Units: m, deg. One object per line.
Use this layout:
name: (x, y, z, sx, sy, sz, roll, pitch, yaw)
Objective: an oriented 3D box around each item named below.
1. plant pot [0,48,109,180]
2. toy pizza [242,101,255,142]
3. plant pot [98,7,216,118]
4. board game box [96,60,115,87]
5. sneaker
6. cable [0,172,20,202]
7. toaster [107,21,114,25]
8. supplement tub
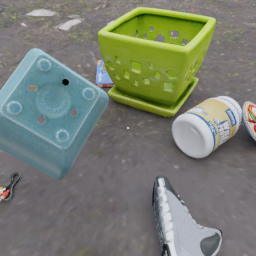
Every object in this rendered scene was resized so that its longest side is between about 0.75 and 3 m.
plant pot: (-1.259, -0.240, 4.446, 1.670, 1.706, 1.675, 33, 73, -14)
toy pizza: (3.460, -0.120, 7.347, 1.329, 0.211, 1.329, 21, 56, -34)
plant pot: (0.886, -1.973, 8.564, 2.663, 2.429, 2.676, 19, 42, 21)
board game box: (-0.682, -2.071, 10.488, 0.973, 0.184, 1.891, 0, 39, -3)
sneaker: (1.129, 1.800, 5.293, 1.151, 0.748, 1.994, 0, 48, -7)
cable: (-2.637, 1.299, 6.215, 0.438, 0.227, 0.902, 12, 40, 15)
toaster: (-0.650, -5.039, 14.013, 0.819, 0.465, 0.529, 26, 49, 24)
supplement tub: (2.061, -0.074, 7.178, 1.624, 1.175, 1.175, -29, 47, -31)
